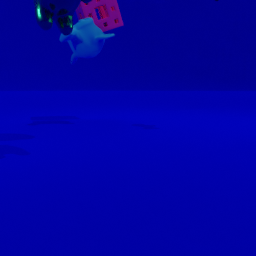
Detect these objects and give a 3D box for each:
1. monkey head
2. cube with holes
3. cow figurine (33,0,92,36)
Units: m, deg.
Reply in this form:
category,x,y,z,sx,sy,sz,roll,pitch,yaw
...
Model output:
category,x,y,z,sx,sy,sz,roll,pitch,yaw
monkey head,-1.337,-2.532,8.240,1.802,1.086,1.296,-23,19,33
cube with holes,-1.002,-3.783,9.295,1.145,1.145,1.145,-22,22,-12
cow figurine,-1.015,-2.358,4.210,0.802,1.438,1.461,1,-33,-40
